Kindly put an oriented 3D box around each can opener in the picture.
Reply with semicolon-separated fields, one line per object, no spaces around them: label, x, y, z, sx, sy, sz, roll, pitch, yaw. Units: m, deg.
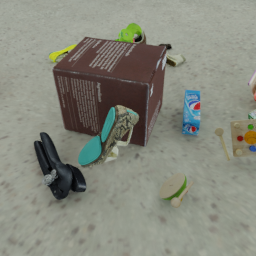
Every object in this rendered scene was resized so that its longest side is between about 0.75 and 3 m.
can opener;-2.017;0.957;7.422;0.771;0.956;2.433;-51;48;3

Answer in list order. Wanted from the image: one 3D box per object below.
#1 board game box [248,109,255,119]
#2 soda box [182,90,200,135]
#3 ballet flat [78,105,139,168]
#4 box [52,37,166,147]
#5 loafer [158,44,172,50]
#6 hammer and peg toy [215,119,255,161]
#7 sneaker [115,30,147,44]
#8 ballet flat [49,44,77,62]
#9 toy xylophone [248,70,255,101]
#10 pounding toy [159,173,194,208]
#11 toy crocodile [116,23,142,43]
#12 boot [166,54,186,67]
board game box;4.926;-0.053;8.355;1.473;0.319;2.189;-30;46;0
soda box;2.039;-0.524;8.995;0.514;0.543;1.602;5;46;9
ballet flat;-0.394;0.319;6.211;0.772;2.049;0.695;15;45;-27
box;-0.438;-1.187;8.599;2.742;2.252;2.275;12;42;14
loafer;1.750;-3.820;13.238;0.779;0.284;0.278;-17;43;-19
hammer and peg toy;3.071;0.303;7.488;1.411;1.038;0.498;-6;1;13
sneaker;-0.429;-3.430;12.125;2.984;1.127;1.051;-30;49;-31
ballet flat;-2.803;-3.301;12.562;1.490;0.498;0.499;-29;70;-26
toy xylophone;5.777;-1.431;9.581;2.985;0.750;2.186;19;69;25
pounding toy;1.240;1.552;6.721;0.795;0.478;1.030;-46;13;-5
toy crocodile;-0.191;-2.844;10.824;0.886;0.969;2.870;21;66;-16
boot;1.982;-3.098;12.339;0.758;0.353;0.980;-28;54;-28
